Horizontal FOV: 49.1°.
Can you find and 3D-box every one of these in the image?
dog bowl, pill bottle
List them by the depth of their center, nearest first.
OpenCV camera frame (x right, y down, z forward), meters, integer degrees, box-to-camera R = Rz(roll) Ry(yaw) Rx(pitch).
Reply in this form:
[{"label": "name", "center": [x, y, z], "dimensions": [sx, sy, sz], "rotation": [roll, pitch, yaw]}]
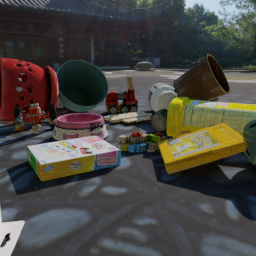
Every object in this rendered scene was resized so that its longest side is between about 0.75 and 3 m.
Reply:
[{"label": "dog bowl", "center": [-1.704, -0.034, 10.045], "dimensions": [1.978, 0.729, 1.978], "rotation": [0, 15, 0]}, {"label": "pill bottle", "center": [1.774, -1.402, 13.801], "dimensions": [1.433, 1.433, 2.588], "rotation": [0, 14, -1]}]

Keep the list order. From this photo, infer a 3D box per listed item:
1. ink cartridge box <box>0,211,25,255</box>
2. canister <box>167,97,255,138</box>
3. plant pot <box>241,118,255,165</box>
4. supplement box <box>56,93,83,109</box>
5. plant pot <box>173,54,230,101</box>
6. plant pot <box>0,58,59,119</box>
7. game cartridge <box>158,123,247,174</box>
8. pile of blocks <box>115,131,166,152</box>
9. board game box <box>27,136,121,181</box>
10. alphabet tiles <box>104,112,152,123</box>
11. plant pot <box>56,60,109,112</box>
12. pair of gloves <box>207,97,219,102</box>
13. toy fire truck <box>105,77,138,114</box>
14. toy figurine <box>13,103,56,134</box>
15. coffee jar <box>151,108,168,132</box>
[{"label": "ink cartridge box", "center": [-2.697, 1.522, 4.280], "dimensions": [1.899, 0.644, 1.102], "rotation": [-2, 15, -7]}, {"label": "canister", "center": [3.082, -0.292, 9.948], "dimensions": [2.992, 1.295, 2.222], "rotation": [7, 15, 20]}, {"label": "plant pot", "center": [4.134, 0.199, 7.358], "dimensions": [1.852, 1.891, 1.891], "rotation": [-16, 21, -27]}, {"label": "supplement box", "center": [-3.356, -1.576, 15.876], "dimensions": [2.411, 0.734, 1.312], "rotation": [-6, 16, -24]}, {"label": "plant pot", "center": [3.055, -1.878, 11.961], "dimensions": [1.833, 1.851, 1.851], "rotation": [-27, -2, 33]}, {"label": "plant pot", "center": [-4.656, -1.758, 12.904], "dimensions": [2.446, 2.686, 2.686], "rotation": [-2, 14, -31]}, {"label": "game cartridge", "center": [1.934, 0.478, 7.682], "dimensions": [2.104, 0.341, 1.855], "rotation": [-19, 14, 4]}, {"label": "pile of blocks", "center": [0.476, 0.393, 8.756], "dimensions": [1.784, 0.554, 0.732], "rotation": [-5, 16, -18]}, {"label": "board game box", "center": [-1.499, 0.743, 7.648], "dimensions": [2.129, 0.429, 1.629], "rotation": [-8, 17, -28]}, {"label": "alphabet tiles", "center": [0.011, -0.529, 12.847], "dimensions": [2.053, 0.150, 2.008], "rotation": [-9, 15, -29]}, {"label": "plant pot", "center": [-2.551, -1.880, 14.423], "dimensions": [2.643, 2.643, 1.780], "rotation": [-8, -19, -29]}, {"label": "pair of gloves", "center": [3.121, -0.881, 12.791], "dimensions": [2.056, 0.424, 2.417], "rotation": [-23, 4, 13]}, {"label": "toy fire truck", "center": [-0.280, -1.637, 13.969], "dimensions": [1.602, 1.820, 1.171], "rotation": [-3, 14, -12]}, {"label": "toy figurine", "center": [-3.608, -0.370, 10.988], "dimensions": [1.440, 1.017, 1.462], "rotation": [1, 15, 27]}, {"label": "coffee jar", "center": [1.361, -0.361, 11.273], "dimensions": [0.574, 0.701, 1.345], "rotation": [-27, 6, 21]}]
